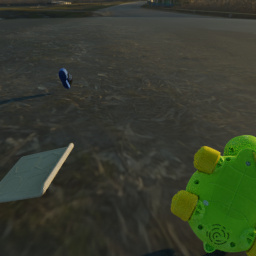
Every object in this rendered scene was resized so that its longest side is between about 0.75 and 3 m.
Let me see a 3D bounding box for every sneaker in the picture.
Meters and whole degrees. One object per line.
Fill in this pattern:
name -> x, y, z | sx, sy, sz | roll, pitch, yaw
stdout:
sneaker -> -2.492, -2.075, 11.293 | 0.395, 1.126, 0.438 | 16, 62, 7

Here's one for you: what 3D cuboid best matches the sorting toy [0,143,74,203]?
sorting toy -> -1.936, 0.960, 5.627 | 1.584, 0.289, 1.466 | -17, 25, 22

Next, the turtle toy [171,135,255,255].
turtle toy -> 1.726, 1.020, 4.616 | 1.577, 1.094, 2.164 | 26, 72, 16
